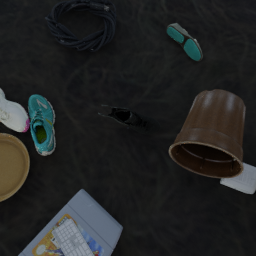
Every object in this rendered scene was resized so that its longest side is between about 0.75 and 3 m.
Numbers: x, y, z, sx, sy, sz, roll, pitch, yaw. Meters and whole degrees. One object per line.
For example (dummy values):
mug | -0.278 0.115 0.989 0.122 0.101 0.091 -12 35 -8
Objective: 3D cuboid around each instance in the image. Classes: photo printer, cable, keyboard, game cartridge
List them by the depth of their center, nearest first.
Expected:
keyboard | -1.217 3.622 7.607 0.645 0.122 2.291 -34 74 -11
game cartridge | -1.650 3.508 7.988 1.985 0.619 2.981 39 75 17
photo printer | 3.536 1.513 8.767 1.074 0.373 0.894 20 72 7
cable | -1.798 -3.913 10.622 2.713 0.689 2.213 5 76 1

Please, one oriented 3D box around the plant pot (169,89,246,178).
plant pot | 2.543 0.109 8.497 2.121 2.121 2.100 19 64 7

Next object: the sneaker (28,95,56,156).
sneaker | -2.813 -0.191 9.115 0.839 0.862 2.164 -16 70 -6

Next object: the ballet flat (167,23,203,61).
ballet flat | 2.203 -3.230 10.339 0.575 0.609 1.806 -33 74 -33

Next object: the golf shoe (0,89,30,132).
golf shoe | -4.238 -0.614 9.074 2.379 1.089 0.896 37 111 15

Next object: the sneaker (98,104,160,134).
sneaker | 0.100 -0.260 8.848 2.005 1.046 0.602 20 92 0

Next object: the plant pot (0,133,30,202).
plant pot | -4.175 1.261 8.867 2.229 0.306 2.229 -1 70 1
